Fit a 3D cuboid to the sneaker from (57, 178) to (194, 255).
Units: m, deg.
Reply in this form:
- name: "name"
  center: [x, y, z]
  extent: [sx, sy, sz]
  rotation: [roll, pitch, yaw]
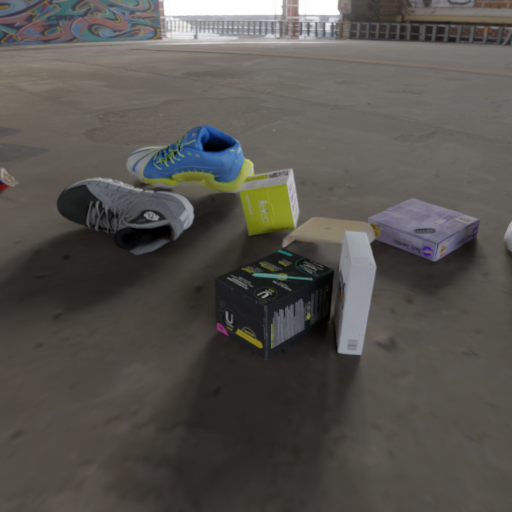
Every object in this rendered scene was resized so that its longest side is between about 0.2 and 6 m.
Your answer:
- name: "sneaker"
  center: [-2.855, -0.762, 11.323]
  extent: [2.948, 1.106, 1.702]
  rotation: [4, 29, 6]

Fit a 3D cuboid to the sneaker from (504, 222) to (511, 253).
- name: "sneaker"
  center: [5.252, -0.321, 10.682]
  extent: [0.730, 0.854, 1.960]
  rotation: [4, 26, 10]

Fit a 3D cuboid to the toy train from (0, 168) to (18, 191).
- name: "toy train"
  center: [-7.006, -1.952, 13.723]
  extent: [1.600, 1.170, 2.765]
  rotation: [-27, 36, -25]

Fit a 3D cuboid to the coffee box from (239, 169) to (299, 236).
- name: "coffee box"
  center: [0.298, -1.143, 11.885]
  extent: [1.032, 1.030, 1.021]
  rotation: [-7, 25, 13]

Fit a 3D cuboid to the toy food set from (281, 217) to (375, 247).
- name: "toy food set"
  center: [1.442, -0.327, 11.234]
  extent: [1.577, 0.476, 1.131]
  rotation: [8, 27, 33]

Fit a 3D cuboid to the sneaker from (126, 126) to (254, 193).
- name: "sneaker"
  center: [-1.743, -2.591, 13.864]
  extent: [3.395, 1.783, 1.286]
  rotation: [6, 58, 11]

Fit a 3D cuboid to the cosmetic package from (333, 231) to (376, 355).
- name: "cosmetic package"
  center: [1.424, 0.530, 8.287]
  extent: [0.382, 1.480, 1.116]
  rotation: [5, 27, 4]

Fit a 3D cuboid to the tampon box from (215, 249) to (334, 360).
- name: "tampon box"
  center: [0.281, 0.687, 8.570]
  extent: [1.496, 0.944, 1.121]
  rotation: [-23, 35, -38]

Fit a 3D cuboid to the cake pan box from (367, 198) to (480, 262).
- name: "cake pan box"
  center: [3.485, -0.610, 11.679]
  extent: [1.677, 0.476, 1.821]
  rotation: [27, 37, 38]
